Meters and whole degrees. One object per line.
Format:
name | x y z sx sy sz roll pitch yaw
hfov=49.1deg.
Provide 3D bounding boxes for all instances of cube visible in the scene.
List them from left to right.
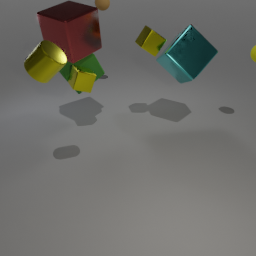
cube | -1.890 -3.211 9.290 1.400 1.400 1.400 27 50 30
cube | -2.018 -2.491 11.060 1.400 1.400 1.400 -40 67 -2
cube | -1.648 -1.755 10.012 0.700 0.700 0.700 7 26 -32
cube | 0.799 -3.095 9.962 0.700 0.700 0.700 24 21 -30
cube | 2.131 -2.660 10.366 1.400 1.400 1.400 41 -2 -9

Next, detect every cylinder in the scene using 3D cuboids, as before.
cylinder | -1.886 -1.509 6.409 0.700 0.700 0.700 -37 17 26

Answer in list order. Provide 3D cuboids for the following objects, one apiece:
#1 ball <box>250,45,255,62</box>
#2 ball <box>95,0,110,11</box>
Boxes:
ball | 4.812 -2.704 10.130 0.700 0.700 0.700 0 30 0
ball | -1.178 -5.776 12.885 0.700 0.700 0.700 0 30 0
